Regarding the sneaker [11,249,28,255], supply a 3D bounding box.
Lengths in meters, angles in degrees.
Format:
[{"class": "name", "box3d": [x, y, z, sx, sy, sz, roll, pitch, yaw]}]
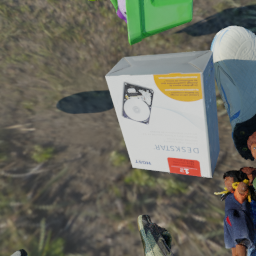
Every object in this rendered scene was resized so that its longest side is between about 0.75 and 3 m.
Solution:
[{"class": "sneaker", "box3d": [-1.610, 1.733, 3.152, 1.077, 0.398, 0.427, -32, 102, -47]}]

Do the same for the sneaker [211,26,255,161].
[{"class": "sneaker", "box3d": [2.149, -0.609, 5.178, 0.902, 0.910, 2.510, -14, 105, 11]}]

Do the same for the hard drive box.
[{"class": "hard drive box", "box3d": [0.650, -0.188, 4.568, 1.474, 1.891, 0.726, 3, 38, 27]}]

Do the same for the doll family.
[{"class": "doll family", "box3d": [1.851, 1.027, 3.901, 1.140, 2.906, 1.680, 5, 62, -2]}]

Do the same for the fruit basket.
[{"class": "fruit basket", "box3d": [-0.226, -3.012, 5.089, 2.814, 2.814, 2.030, 0, 32, 0]}]

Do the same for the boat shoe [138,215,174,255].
[{"class": "boat shoe", "box3d": [0.487, 1.851, 4.519, 0.481, 1.465, 0.523, -22, 103, 0]}]
